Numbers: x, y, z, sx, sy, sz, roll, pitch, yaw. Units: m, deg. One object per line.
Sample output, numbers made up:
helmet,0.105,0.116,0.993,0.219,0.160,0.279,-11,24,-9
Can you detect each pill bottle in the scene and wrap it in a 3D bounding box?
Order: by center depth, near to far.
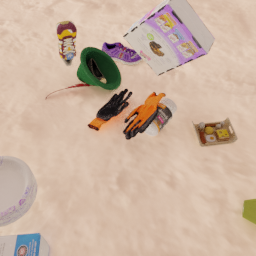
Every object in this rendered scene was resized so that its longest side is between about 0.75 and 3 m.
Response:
pill bottle,1.234,-0.467,11.203,0.906,0.906,1.557,33,60,22

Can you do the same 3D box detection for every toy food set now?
toy food set,3.391,0.103,11.042,1.557,0.470,1.117,-6,53,-5

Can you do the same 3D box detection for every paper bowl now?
paper bowl,-4.074,2.099,9.088,2.201,1.145,2.201,0,51,0

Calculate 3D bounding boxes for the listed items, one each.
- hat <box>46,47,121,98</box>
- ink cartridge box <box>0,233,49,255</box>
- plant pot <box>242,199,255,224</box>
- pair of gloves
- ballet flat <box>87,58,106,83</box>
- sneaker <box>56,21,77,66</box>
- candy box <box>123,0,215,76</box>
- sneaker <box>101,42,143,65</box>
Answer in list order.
hat,-1.995,-2.255,12.964,2.609,2.296,2.161,22,51,-37
ink cartridge box,-3.768,4.136,7.475,2.917,1.228,2.109,-3,53,-3
plant pot,4.253,2.671,8.823,1.168,1.093,1.093,6,52,21
pair of gloves,-0.046,-0.625,11.153,2.759,0.341,2.458,13,54,39
ballet flat,-1.414,-2.505,12.495,0.479,0.409,1.440,-18,63,-37
sneaker,-1.866,-2.620,8.791,0.651,1.737,0.783,-14,79,-13
candy box,1.361,-3.163,9.835,2.079,2.478,0.886,44,60,-22
sneaker,-0.257,-3.722,13.691,2.201,0.918,0.887,9,53,6
